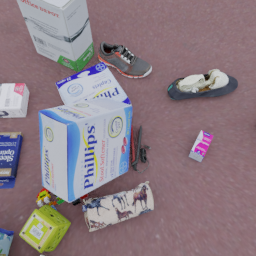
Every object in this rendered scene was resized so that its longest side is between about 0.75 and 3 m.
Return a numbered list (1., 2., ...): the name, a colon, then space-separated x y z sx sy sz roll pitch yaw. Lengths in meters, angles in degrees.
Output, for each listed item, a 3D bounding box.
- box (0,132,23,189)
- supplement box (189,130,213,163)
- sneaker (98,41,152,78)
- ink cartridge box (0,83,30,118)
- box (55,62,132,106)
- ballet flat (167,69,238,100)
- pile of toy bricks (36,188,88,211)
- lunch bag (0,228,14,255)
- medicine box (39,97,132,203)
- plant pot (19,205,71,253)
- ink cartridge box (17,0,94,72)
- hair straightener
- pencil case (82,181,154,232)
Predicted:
1. box: -3.770 0.927 8.289 1.042 0.279 1.720 -2 63 -1
2. supplement box: 2.192 0.545 8.409 0.412 0.421 0.815 25 63 14
3. sneaker: -0.153 -2.421 9.753 2.071 0.848 0.798 21 64 11
4. ink cartridge box: -4.012 -0.883 9.077 1.375 0.580 0.996 -2 62 -1
5. box: -1.046 -0.860 8.833 1.737 0.991 1.888 -28 66 -13
6. ballet flat: 2.552 -1.462 9.242 2.506 0.916 0.916 -10 62 -5
7. pile of toy bricks: -1.770 1.741 7.718 1.355 0.752 0.669 -28 35 3
8. lunch bag: -4.215 3.220 6.417 2.406 1.533 2.046 1 62 11
9. medicine box: -1.004 0.418 7.013 1.111 1.966 2.158 19 26 35
10. plant pot: -2.107 2.529 6.994 0.877 0.796 0.873 31 85 14
11. ink cartridge box: -2.311 -3.424 9.240 1.973 2.692 1.118 28 65 14
12. hair straightener: 0.395 0.617 8.402 0.615 0.327 1.598 0 58 -1
13. pencil case: -0.233 2.037 7.420 1.897 0.738 0.848 -16 75 -8
